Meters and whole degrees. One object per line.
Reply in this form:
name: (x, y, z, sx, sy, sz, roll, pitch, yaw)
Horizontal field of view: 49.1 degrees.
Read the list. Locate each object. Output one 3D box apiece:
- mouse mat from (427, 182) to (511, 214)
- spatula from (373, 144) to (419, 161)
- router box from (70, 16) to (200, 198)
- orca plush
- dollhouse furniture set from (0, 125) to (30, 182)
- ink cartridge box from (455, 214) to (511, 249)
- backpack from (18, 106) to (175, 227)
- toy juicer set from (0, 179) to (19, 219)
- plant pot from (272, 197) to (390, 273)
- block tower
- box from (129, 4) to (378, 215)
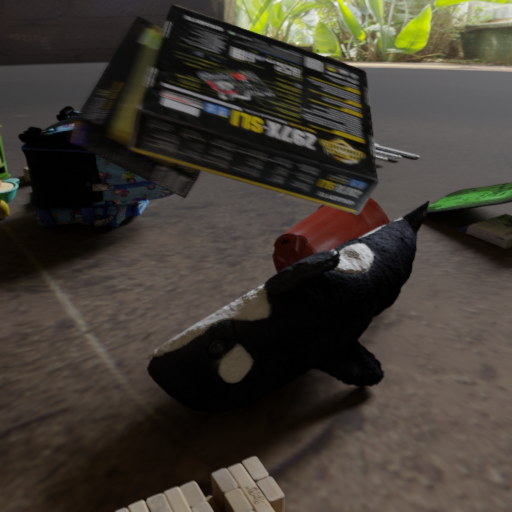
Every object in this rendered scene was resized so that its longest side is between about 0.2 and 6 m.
mouse mat: (4.755, -1.240, 11.291, 2.574, 0.097, 2.071, -7, 13, 44)
spatula: (3.287, -3.077, 16.475, 1.826, 0.211, 2.626, -10, 26, -34)
router box: (-1.483, -2.352, 8.752, 1.888, 0.627, 2.401, 25, 60, -13)
orca plush: (0.909, 0.870, 6.699, 4.342, 1.543, 2.284, -22, -13, -48)
dollhouse furniture set: (-4.924, -2.443, 13.571, 3.412, 1.317, 1.705, 2, 24, 5)
ink cartridge box: (4.580, -0.529, 10.583, 1.135, 0.231, 1.137, -16, 28, -31)
backpack: (-2.720, -1.810, 11.209, 3.043, 2.047, 2.778, -1, 24, 0)
toy juicer set: (-5.437, -1.306, 11.791, 2.500, 0.680, 1.590, -19, 30, -38)
plant pot: (1.080, -0.102, 8.368, 1.385, 1.424, 1.424, -28, 36, -34)
block tower: (-0.983, 2.232, 3.724, 2.595, 0.750, 0.701, -13, 27, -26)
box: (0.064, -2.073, 7.774, 3.149, 0.777, 2.514, 14, 52, -12)
